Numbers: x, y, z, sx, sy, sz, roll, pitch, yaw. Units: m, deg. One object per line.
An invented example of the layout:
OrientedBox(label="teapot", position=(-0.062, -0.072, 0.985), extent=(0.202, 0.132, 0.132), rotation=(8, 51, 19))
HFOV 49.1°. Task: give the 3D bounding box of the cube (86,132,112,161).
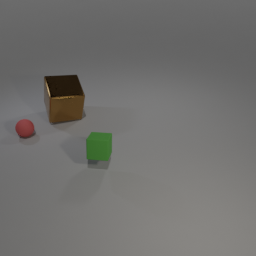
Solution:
OrientedBox(label="cube", position=(-0.915, 0.581, 9.008), extent=(0.700, 0.700, 0.700), rotation=(4, 19, 6))

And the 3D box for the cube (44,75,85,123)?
OrientedBox(label="cube", position=(-2.715, -1.248, 11.797), extent=(1.400, 1.400, 1.400), rotation=(-7, 51, -23))

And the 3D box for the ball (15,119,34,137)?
OrientedBox(label="ball", position=(-4.011, 0.001, 10.899), extent=(0.700, 0.700, 0.700), rotation=(0, 32, 0))
